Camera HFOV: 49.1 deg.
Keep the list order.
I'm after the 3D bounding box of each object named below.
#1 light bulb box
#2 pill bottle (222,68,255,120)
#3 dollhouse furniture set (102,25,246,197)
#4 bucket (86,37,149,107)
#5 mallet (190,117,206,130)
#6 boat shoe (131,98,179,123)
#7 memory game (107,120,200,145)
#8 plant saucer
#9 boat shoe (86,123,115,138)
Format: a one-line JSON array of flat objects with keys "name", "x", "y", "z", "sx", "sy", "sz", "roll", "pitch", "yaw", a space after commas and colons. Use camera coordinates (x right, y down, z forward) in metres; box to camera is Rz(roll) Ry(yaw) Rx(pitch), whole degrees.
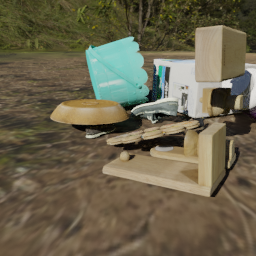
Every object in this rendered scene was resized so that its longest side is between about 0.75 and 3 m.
[{"name": "light bulb box", "x": 2.785, "y": -1.644, "z": 10.626, "sx": 2.805, "sy": 1.766, "sz": 2.829, "roll": -7, "pitch": 20, "yaw": -26}, {"name": "pill bottle", "x": 3.845, "y": -0.976, "z": 8.442, "sx": 2.237, "sy": 1.258, "sz": 1.258, "roll": 19, "pitch": 5, "yaw": -36}, {"name": "dollhouse furniture set", "x": 1.023, "y": -0.544, "z": 5.863, "sx": 2.195, "sy": 2.694, "sz": 2.562, "roll": 5, "pitch": 15, "yaw": 32}, {"name": "bucket", "x": -0.451, "y": -1.947, "z": 10.378, "sx": 1.742, "sy": 2.677, "sz": 2.677, "roll": -15, "pitch": 21, "yaw": -9}, {"name": "mallet", "x": 2.072, "y": -0.204, "z": 7.905, "sx": 0.434, "sy": 0.271, "sz": 1.317, "roll": -17, "pitch": 1, "yaw": 34}, {"name": "boat shoe", "x": 0.799, "y": -0.469, "z": 8.865, "sx": 1.861, "sy": 0.575, "sz": 0.677, "roll": -15, "pitch": -15, "yaw": 43}, {"name": "memory game", "x": 0.615, "y": 0.097, "z": 6.885, "sx": 2.319, "sy": 0.148, "sz": 2.319, "roll": -13, "pitch": 1, "yaw": 0}, {"name": "plant saucer", "x": -1.101, "y": -0.544, "z": 8.256, "sx": 2.315, "sy": 0.410, "sz": 2.315, "roll": 1, "pitch": 13, "yaw": 0}, {"name": "boat shoe", "x": -0.772, "y": 0.000, "z": 8.071, "sx": 0.391, "sy": 0.330, "sz": 1.097, "roll": 2, "pitch": 15, "yaw": 39}]
